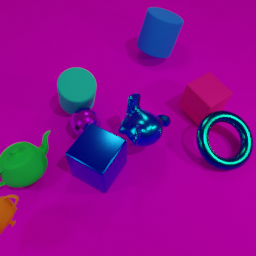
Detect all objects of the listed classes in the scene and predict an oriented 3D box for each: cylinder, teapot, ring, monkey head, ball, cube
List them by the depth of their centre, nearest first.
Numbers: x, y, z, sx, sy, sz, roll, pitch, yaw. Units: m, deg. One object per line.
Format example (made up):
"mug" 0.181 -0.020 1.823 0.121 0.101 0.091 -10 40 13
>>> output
"teapot" -2.584 1.834 5.667 0.600 0.762 1.226 32 100 -8
"teapot" -2.607 0.800 6.967 1.176 0.926 1.891 29 56 34
"cube" -0.758 0.763 7.098 1.096 1.096 1.096 26 58 18
"monkey head" 0.397 -0.190 7.231 1.080 1.289 1.792 20 28 30
"ring" 2.610 0.319 7.538 1.638 0.328 1.638 3 77 -11
"ball" -1.202 -0.158 7.926 0.863 0.863 0.863 0 54 0
"cube" 2.254 -0.854 8.254 0.967 0.967 0.967 -30 66 -24
"cylinder" -1.508 -1.056 8.279 1.081 1.081 1.081 3 72 -9
"cylinder" 1.069 -3.245 9.548 1.265 1.265 1.265 12 39 -10
